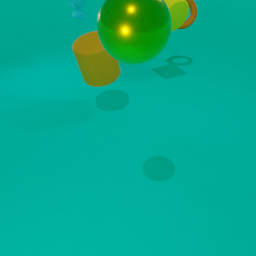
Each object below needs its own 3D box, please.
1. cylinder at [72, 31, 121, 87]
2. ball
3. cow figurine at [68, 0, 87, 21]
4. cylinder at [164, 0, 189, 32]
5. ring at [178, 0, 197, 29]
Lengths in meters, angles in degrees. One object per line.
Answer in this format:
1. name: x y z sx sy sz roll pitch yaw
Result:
1. cylinder: -0.859 -1.939 7.893 1.131 1.131 1.131 -7 48 8
2. ball: 0.068 -1.102 3.045 0.806 0.806 0.806 0 36 0
3. cow figurine: -1.583 -4.086 9.280 0.927 0.912 0.509 -51 42 4
4. cylinder: 1.214 -3.793 8.901 1.050 1.050 1.050 -20 57 -25
5. ring: 1.915 -4.239 10.234 1.229 1.229 0.246 1 7 1
